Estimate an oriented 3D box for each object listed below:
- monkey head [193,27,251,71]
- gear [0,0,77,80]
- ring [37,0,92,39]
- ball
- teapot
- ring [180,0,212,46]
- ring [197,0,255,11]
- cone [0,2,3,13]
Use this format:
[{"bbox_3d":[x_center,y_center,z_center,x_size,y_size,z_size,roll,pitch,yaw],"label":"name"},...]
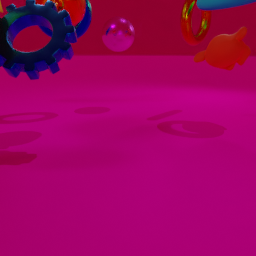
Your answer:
[{"bbox_3d":[2.706,-2.260,7.757,1.036,1.237,1.719,23,-26,-29],"label":"monkey head"},{"bbox_3d":[-1.911,-1.797,5.600,1.714,1.714,0.317,0,-21,1],"label":"gear"},{"bbox_3d":[-2.083,-3.649,8.834,1.884,1.884,0.377,0,41,-1],"label":"ring"},{"bbox_3d":[-0.341,-3.275,9.800,1.167,1.167,1.167,0,16,0],"label":"ball"},{"bbox_3d":[-1.591,-3.228,6.797,1.288,1.015,2.072,21,53,-15],"label":"teapot"},{"bbox_3d":[2.253,-3.591,9.200,0.344,1.718,1.718,18,24,37],"label":"ring"},{"bbox_3d":[2.804,-3.584,7.682,1.798,0.360,1.798,-10,27,5],"label":"ring"},{"bbox_3d":[-2.758,-2.937,4.950,1.296,1.301,1.296,19,14,-5],"label":"cone"}]
